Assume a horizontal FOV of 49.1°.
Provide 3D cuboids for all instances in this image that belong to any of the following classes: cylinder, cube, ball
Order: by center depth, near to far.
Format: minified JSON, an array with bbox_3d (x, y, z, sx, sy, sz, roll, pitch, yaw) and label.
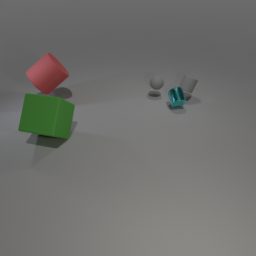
[{"bbox_3d":[-2.997,-0.414,10.507,1.400,1.400,1.400,9,-4,12],"label":"cube"},{"bbox_3d":[2.261,-1.411,12.929,0.700,0.700,0.700,-6,67,-10],"label":"cylinder"},{"bbox_3d":[-3.716,-2.513,13.025,1.400,1.400,1.400,-40,36,6],"label":"cylinder"},{"bbox_3d":[2.890,-2.114,13.434,0.700,0.700,0.700,23,15,-6],"label":"cylinder"},{"bbox_3d":[1.419,-2.231,13.793,0.700,0.700,0.700,0,32,0],"label":"ball"}]
